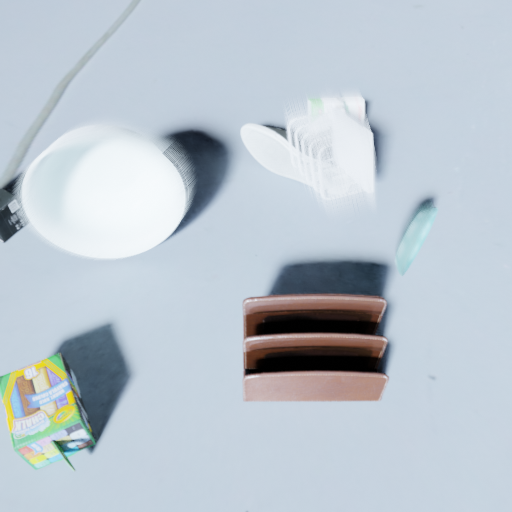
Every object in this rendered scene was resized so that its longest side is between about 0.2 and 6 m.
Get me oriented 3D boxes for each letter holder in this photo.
[{"bbox_3d":[0.951,1.528,9.253,2.362,1.679,1.188,0,52,-1],"label":"letter holder"}]

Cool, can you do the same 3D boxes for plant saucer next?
[{"bbox_3d":[3.040,-0.316,10.801,0.265,1.472,1.472,29,58,20],"label":"plant saucer"}]

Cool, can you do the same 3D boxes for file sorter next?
[{"bbox_3d":[1.403,-1.963,10.763,1.060,1.182,1.703,-16,34,-9],"label":"file sorter"}]

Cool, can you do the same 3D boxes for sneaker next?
[{"bbox_3d":[1.099,-2.512,12.870,2.831,1.001,1.404,27,55,13],"label":"sneaker"}]

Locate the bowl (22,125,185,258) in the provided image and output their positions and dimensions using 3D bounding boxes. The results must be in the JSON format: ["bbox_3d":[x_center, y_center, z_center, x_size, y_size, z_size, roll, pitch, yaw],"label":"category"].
[{"bbox_3d":[-2.859,-1.419,10.733,2.919,2.919,1.312,-8,47,-6],"label":"bowl"}]

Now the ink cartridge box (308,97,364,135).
[{"bbox_3d":[1.897,-3.266,13.339,1.288,0.941,0.543,-4,22,-1],"label":"ink cartridge box"}]

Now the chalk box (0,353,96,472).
[{"bbox_3d":[-3.243,2.611,8.819,1.039,1.046,1.676,-21,54,-15],"label":"chalk box"}]

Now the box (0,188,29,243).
[{"bbox_3d":[-5.530,-0.980,11.706,1.147,0.852,0.713,27,57,19],"label":"box"}]
